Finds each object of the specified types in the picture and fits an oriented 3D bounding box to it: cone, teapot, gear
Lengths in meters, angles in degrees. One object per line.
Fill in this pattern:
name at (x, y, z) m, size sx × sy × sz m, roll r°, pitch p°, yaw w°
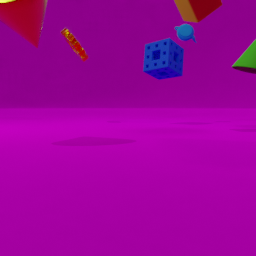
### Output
cone at (-2.006, -2.155, 5.448) m, size 1.492 × 1.492 × 1.497 m, roll 0°, pitch -35°, yaw 4°
cone at (4.056, -2.405, 8.754) m, size 1.245 × 1.250 × 1.245 m, roll 13°, pitch 9°, yaw -2°
teapot at (2.440, -3.952, 11.784) m, size 1.133 × 0.704 × 0.555 m, roll 36°, pitch -3°, yaw 10°
gear at (-2.240, -3.482, 11.793) m, size 0.275 × 1.488 × 1.488 m, roll -39°, pitch 8°, yaw -3°

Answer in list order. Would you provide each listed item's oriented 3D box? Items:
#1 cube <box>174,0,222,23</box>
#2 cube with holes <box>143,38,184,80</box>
cube at (1.808, -3.377, 7.372) m, size 0.812 × 0.812 × 0.812 m, roll -36°, pitch 29°, yaw 0°
cube with holes at (1.388, -2.627, 10.849) m, size 1.106 × 1.106 × 1.106 m, roll -2°, pitch -11°, yaw 39°
